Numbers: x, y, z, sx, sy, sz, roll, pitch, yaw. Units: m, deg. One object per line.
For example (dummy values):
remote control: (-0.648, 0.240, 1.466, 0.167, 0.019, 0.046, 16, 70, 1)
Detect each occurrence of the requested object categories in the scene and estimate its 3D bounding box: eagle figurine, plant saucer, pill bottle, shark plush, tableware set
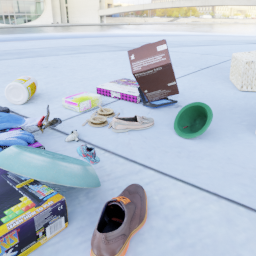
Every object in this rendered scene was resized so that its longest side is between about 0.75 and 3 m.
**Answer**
eagle figurine: (-2.796, -0.256, 9.828, 0.711, 0.937, 0.707, 38, 12, -39)
plant saucer: (-1.764, 0.818, 6.416, 2.465, 0.443, 2.465, 14, -5, 1)
pill bottle: (-4.946, -1.870, 13.261, 1.045, 1.045, 1.883, 0, 24, 1)
shark plush: (-1.913, 0.207, 9.501, 0.373, 0.407, 0.895, -26, 27, 8)
tableware set: (-1.030, -0.500, 11.025, 1.135, 0.344, 1.717, 5, 24, 12)

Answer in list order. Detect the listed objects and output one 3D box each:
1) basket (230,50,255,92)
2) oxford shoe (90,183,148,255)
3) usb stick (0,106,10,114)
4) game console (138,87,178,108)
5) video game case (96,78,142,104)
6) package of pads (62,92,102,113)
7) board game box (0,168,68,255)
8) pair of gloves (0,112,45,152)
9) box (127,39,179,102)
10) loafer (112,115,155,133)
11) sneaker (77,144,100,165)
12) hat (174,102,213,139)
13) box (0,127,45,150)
basket: (6.663, -3.125, 15.182, 1.661, 1.825, 2.692, 0, 24, 6)
oxford shoe: (-0.069, 1.659, 5.572, 0.780, 0.795, 2.191, 7, 25, 15)
usb stick: (-5.682, -0.526, 11.139, 1.867, 0.304, 0.518, -19, 31, -36)
game console: (1.332, -1.473, 12.573, 1.427, 0.844, 1.218, -14, 19, -28)
video game case: (0.112, -1.953, 14.163, 2.577, 0.461, 2.336, 16, 29, 33)
package of pads: (-1.990, -1.182, 12.378, 1.134, 0.501, 1.468, 17, 29, 34)
board game box: (-3.006, 1.803, 5.228, 2.393, 0.821, 2.895, 19, 30, 34)
pair of gloves: (-3.978, 0.054, 8.796, 2.386, 0.338, 2.967, -2, 22, -3)
box: (1.118, -2.148, 11.157, 1.466, 1.097, 2.928, -14, -21, 13)
loafer: (0.217, -0.229, 10.176, 1.698, 0.534, 0.610, -10, 26, -22)
sneaker: (-0.951, 0.677, 7.240, 0.363, 0.760, 0.302, -36, 39, 20)
hat: (2.618, -0.029, 10.158, 1.397, 1.484, 1.686, 12, 67, 41)
box: (-3.798, 0.546, 8.586, 1.665, 0.420, 2.329, -18, 31, -36)
